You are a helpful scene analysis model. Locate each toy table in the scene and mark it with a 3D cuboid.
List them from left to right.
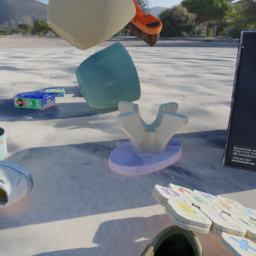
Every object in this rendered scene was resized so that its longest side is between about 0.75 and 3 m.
[{"bbox_3d":[0.453,0.122,6.150,1.819,1.159,1.979,13,22,31],"label":"toy table"}]

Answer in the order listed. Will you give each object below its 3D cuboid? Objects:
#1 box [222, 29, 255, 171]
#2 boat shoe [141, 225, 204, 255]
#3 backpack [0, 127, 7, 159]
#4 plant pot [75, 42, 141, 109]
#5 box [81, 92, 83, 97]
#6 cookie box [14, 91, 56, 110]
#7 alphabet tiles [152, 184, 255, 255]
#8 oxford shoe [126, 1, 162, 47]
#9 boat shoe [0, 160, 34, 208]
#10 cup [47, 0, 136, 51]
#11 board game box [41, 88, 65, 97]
[{"bbox_3d":[3.235,-0.772,6.279,1.697,2.731,2.753,8,22,22],"label":"box"},{"bbox_3d":[0.093,1.714,2.048,0.959,0.860,2.591,6,20,16],"label":"boat shoe"},{"bbox_3d":[-3.180,0.325,5.691,1.356,1.040,1.192,15,20,29],"label":"backpack"},{"bbox_3d":[-0.813,-1.689,10.006,1.773,2.209,2.209,-24,25,-13],"label":"plant pot"},{"bbox_3d":[-1.413,-1.559,12.289,1.139,0.227,0.780,1,19,2],"label":"box"},{"bbox_3d":[-3.480,-1.051,10.525,1.164,0.437,0.996,5,20,15],"label":"cookie box"},{"bbox_3d":[1.376,1.146,3.469,2.074,0.151,2.029,16,4,-12],"label":"alphabet tiles"},{"bbox_3d":[0.159,-4.446,11.690,1.047,1.067,2.943,-30,61,-23],"label":"oxford shoe"},{"bbox_3d":[-2.759,0.883,4.649,2.230,0.791,0.779,10,18,9],"label":"boat shoe"},{"bbox_3d":[-1.238,-3.209,7.769,2.402,1.718,2.402,34,-1,1],"label":"cup"},{"bbox_3d":[-3.271,-1.538,12.227,0.986,0.231,0.744,-3,20,-9],"label":"board game box"}]
